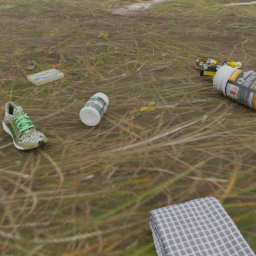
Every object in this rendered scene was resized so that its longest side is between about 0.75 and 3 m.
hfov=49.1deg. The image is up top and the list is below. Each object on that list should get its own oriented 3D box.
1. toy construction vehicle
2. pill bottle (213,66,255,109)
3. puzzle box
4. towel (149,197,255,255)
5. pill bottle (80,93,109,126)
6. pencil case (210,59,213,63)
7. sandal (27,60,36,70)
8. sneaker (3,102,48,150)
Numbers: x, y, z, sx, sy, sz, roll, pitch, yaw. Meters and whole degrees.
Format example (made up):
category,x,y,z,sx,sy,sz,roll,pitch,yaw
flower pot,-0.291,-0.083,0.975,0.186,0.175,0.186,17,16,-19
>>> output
category,x,y,z,sx,sy,sz,roll,pitch,yaw
toy construction vehicle,4.677,-3.049,14.740,2.401,0.846,2.090,10,27,14
pill bottle,5.069,-1.816,12.202,1.436,1.436,2.468,-23,40,-30
puzzle box,-4.281,-2.674,14.579,1.594,0.203,1.061,-28,42,-35
towel,1.575,2.564,6.090,1.785,0.922,2.155,-9,35,-12
pill bottle,-1.304,-0.785,11.190,0.826,0.826,1.461,7,34,10
pencil case,4.608,-3.645,15.910,0.347,0.341,0.812,23,40,30
sandal,-5.492,-3.624,15.889,0.487,0.327,1.212,-6,34,-8
sneaker,-3.796,-0.137,9.905,1.015,1.170,2.640,-28,43,-35
